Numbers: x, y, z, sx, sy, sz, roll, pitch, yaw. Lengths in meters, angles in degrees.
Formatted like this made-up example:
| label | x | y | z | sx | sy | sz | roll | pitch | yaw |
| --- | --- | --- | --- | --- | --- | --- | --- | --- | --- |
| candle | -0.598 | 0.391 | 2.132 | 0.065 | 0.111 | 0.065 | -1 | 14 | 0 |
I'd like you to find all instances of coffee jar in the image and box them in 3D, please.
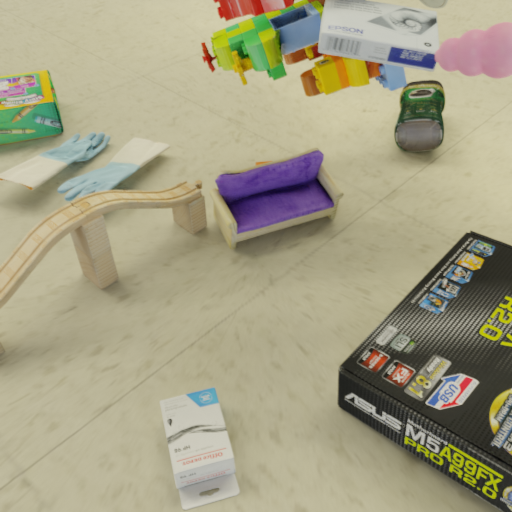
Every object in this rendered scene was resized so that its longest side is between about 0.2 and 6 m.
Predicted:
| label | x | y | z | sx | sy | sz | roll | pitch | yaw |
| --- | --- | --- | --- | --- | --- | --- | --- | --- | --- |
| coffee jar | 3.488 | -3.004 | 11.850 | 0.978 | 0.801 | 1.876 | 1 | 43 | 20 |

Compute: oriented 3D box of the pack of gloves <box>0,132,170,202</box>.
| label | x | y | z | sx | sy | sz | roll | pitch | yaw |
| --- | --- | --- | --- | --- | --- | --- | --- | --- | --- |
| pack of gloves | -3.243 | -1.650 | 10.857 | 2.154 | 0.506 | 2.564 | 15 | 38 | 21 |

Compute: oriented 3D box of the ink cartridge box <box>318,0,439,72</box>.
| label | x | y | z | sx | sy | sz | roll | pitch | yaw |
| --- | --- | --- | --- | --- | --- | --- | --- | --- | --- |
| ink cartridge box | 1.353 | -2.558 | 6.165 | 1.266 | 0.257 | 1.268 | 10 | 49 | 1 |

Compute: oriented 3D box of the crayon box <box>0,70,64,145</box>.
| label | x | y | z | sx | sy | sz | roll | pitch | yaw |
| --- | --- | --- | --- | --- | --- | --- | --- | --- | --- |
| crayon box | -5.653 | -3.091 | 11.966 | 2.729 | 0.795 | 1.621 | -14 | 45 | -14 |

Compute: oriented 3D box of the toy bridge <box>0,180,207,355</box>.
| label | x | y | z | sx | sy | sz | roll | pitch | yaw |
| --- | --- | --- | --- | --- | --- | --- | --- | --- | --- |
| toy bridge | -2.462 | -0.176 | 8.452 | 0.589 | 1.456 | 4.331 | 33 | 53 | 31 |

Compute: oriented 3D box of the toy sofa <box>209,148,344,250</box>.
| label | x | y | z | sx | sy | sz | roll | pitch | yaw |
| --- | --- | --- | --- | --- | --- | --- | --- | --- | --- |
| toy sofa | 0.351 | -0.989 | 9.538 | 2.132 | 1.040 | 0.883 | -16 | 55 | -17 |

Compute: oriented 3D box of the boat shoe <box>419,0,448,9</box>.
| label | x | y | z | sx | sy | sz | roll | pitch | yaw |
| --- | --- | --- | --- | --- | --- | --- | --- | --- | --- |
| boat shoe | 2.573 | -4.516 | 8.404 | 0.671 | 1.793 | 0.554 | 11 | 72 | 39 |

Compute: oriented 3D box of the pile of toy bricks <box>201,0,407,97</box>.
| label | x | y | z | sx | sy | sz | roll | pitch | yaw |
| --- | --- | --- | --- | --- | --- | --- | --- | --- | --- |
| pile of toy bricks | 0.317 | -3.510 | 8.658 | 2.520 | 2.832 | 5.105 | -19 | 32 | 7 |

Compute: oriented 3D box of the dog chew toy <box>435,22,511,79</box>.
| label | x | y | z | sx | sy | sz | roll | pitch | yaw |
| --- | --- | --- | --- | --- | --- | --- | --- | --- | --- |
| dog chew toy | 1.856 | -1.694 | 4.663 | 0.700 | 0.436 | 0.436 | 6 | 42 | 28 |

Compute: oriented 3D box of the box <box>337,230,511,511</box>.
| label | x | y | z | sx | sy | sz | roll | pitch | yaw |
| --- | --- | --- | --- | --- | --- | --- | --- | --- | --- |
| box | 3.200 | 1.285 | 7.180 | 2.849 | 0.787 | 3.556 | 27 | 49 | 35 |

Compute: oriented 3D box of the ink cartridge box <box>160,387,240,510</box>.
| label | x | y | z | sx | sy | sz | roll | pitch | yaw |
| --- | --- | --- | --- | --- | --- | --- | --- | --- | --- |
| ink cartridge box | -0.674 | 2.250 | 6.649 | 0.716 | 0.413 | 1.237 | -12 | 45 | -12 |

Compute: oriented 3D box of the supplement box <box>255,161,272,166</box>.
| label | x | y | z | sx | sy | sz | roll | pitch | yaw |
| --- | --- | --- | --- | --- | --- | --- | --- | --- | --- |
| supplement box | 0.219 | -1.289 | 10.391 | 0.374 | 0.386 | 1.123 | -5 | 47 | -4 |
